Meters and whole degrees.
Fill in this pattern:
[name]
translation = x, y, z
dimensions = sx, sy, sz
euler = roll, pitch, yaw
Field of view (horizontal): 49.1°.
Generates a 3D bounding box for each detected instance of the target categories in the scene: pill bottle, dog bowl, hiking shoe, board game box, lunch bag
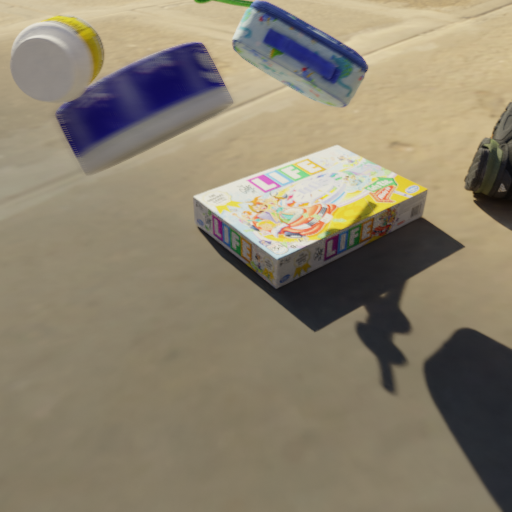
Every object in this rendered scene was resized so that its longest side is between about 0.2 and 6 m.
[pill bottle]
translation = -1.175, -1.166, 3.326
dimensions = 0.444, 0.444, 0.790
euler = -4, 28, -5
[dog bowl]
translation = -0.998, -1.315, 5.077
dimensions = 1.501, 0.591, 1.501
euler = -25, 13, 6
[hiking shoe]
translation = 4.831, -1.776, 9.881
dimensions = 1.546, 1.163, 3.072
euler = 30, 52, 19
[board game box]
translation = 0.856, -0.765, 8.755
dimensions = 3.060, 0.524, 2.057
euler = -25, 43, -30
[lunch bag]
translation = 0.579, -2.648, 7.470
dimensions = 1.772, 0.731, 1.424
euler = 28, 12, -5

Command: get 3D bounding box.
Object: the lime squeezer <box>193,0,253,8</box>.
[lime squeezer]
translation = -1.033, -4.529, 9.265
dimensions = 2.273, 0.429, 0.803
euler = 24, 38, -25
